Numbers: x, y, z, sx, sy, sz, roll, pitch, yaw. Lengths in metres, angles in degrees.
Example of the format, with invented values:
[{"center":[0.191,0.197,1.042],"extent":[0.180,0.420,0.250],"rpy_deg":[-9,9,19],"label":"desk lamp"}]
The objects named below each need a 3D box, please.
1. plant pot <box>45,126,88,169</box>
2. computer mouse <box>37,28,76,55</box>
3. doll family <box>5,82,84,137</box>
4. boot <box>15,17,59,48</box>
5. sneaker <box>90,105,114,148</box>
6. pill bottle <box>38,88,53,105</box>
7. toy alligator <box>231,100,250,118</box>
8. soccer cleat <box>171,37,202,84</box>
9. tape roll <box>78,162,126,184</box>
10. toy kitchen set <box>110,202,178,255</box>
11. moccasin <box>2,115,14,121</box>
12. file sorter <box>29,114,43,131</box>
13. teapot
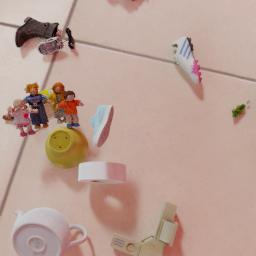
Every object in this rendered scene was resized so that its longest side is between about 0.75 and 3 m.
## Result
[{"center":[-2.517,0.661,11.042],"extent":[1.751,1.243,1.751],"rpy_deg":[0,75,0],"label":"plant pot"},{"center":[-3.251,-3.818,12.607],"extent":[1.707,0.936,0.374],"rpy_deg":[-17,40,2],"label":"computer mouse"},{"center":[-3.164,-0.875,10.696],"extent":[2.814,1.747,1.268],"rpy_deg":[-12,30,-17],"label":"doll family"},{"center":[-4.116,-4.272,12.743],"extent":[1.577,0.627,1.812],"rpy_deg":[18,73,6],"label":"boot"},{"center":[-0.984,-0.079,9.464],"extent":[0.681,0.614,1.662],"rpy_deg":[5,53,17],"label":"sneaker"},{"center":[-3.587,-1.275,11.900],"extent":[1.149,0.627,0.627],"rpy_deg":[-16,75,-5],"label":"pill bottle"},{"center":[4.773,-0.809,11.973],"extent":[1.147,0.276,0.380],"rpy_deg":[-35,104,-18],"label":"toy alligator"},{"center":[2.556,-2.903,12.369],"extent":[0.996,0.806,2.306],"rpy_deg":[-16,73,13],"label":"soccer cleat"},{"center":[-0.943,1.701,10.471],"extent":[1.806,1.806,0.632],"rpy_deg":[1,74,0],"label":"tape roll"},{"center":[0.617,3.510,9.977],"extent":[1.936,1.751,2.146],"rpy_deg":[19,75,5],"label":"toy kitchen set"},{"center":[-4.903,-0.469,11.838],"extent":[0.820,0.316,0.300],"rpy_deg":[3,74,1],"label":"moccasin"},{"center":[-3.929,-0.407,11.707],"extent":[0.606,0.544,0.873],"rpy_deg":[-28,77,-7],"label":"file sorter"},{"center":[-2.925,3.689,10.095],"extent":[2.135,1.580,2.163],"rpy_deg":[-31,100,15],"label":"teapot"}]
